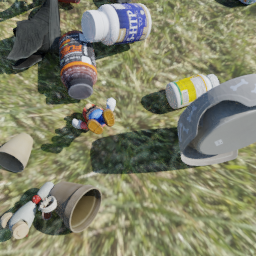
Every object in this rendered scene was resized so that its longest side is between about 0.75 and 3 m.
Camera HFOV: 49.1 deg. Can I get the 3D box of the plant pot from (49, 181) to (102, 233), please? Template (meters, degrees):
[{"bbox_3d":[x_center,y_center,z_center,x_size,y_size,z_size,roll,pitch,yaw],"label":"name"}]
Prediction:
[{"bbox_3d":[-1.214,1.595,6.077,0.881,1.015,1.015,20,62,28],"label":"plant pot"}]

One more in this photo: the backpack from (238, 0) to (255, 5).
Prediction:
[{"bbox_3d":[4.285,-4.922,9.688,1.191,0.964,1.251,-39,70,-8],"label":"backpack"}]

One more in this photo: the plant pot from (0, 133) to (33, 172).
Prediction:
[{"bbox_3d":[-2.667,0.531,6.804,0.750,0.750,0.801,14,46,8],"label":"plant pot"}]

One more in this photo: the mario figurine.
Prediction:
[{"bbox_3d":[-0.842,-0.337,6.812,0.977,1.583,0.839,0,98,-16],"label":"mario figurine"}]

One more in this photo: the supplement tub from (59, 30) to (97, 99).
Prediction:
[{"bbox_3d":[-1.391,-1.744,7.835,1.009,1.009,1.888,-9,61,-5],"label":"supplement tub"}]

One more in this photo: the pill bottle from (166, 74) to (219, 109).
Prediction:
[{"bbox_3d":[1.757,-1.030,7.591,1.315,0.741,0.741,-17,62,-10],"label":"pill bottle"}]

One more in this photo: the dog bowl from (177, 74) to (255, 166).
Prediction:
[{"bbox_3d":[2.272,-0.109,5.990,2.653,2.653,0.778,-12,61,-7],"label":"dog bowl"}]

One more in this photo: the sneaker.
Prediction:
[{"bbox_3d":[-2.857,-3.127,8.674,1.516,0.873,2.906,-6,64,-9],"label":"sneaker"}]

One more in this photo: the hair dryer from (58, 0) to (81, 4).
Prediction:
[{"bbox_3d":[-2.800,-4.506,9.388,2.420,0.657,1.843,2,49,-12],"label":"hair dryer"}]

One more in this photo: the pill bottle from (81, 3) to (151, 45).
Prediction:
[{"bbox_3d":[-0.337,-2.932,7.952,1.800,1.077,1.077,-18,61,-32],"label":"pill bottle"}]

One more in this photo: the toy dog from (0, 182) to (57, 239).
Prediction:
[{"bbox_3d":[-2.032,1.862,6.067,1.337,0.644,0.882,-32,41,-8],"label":"toy dog"}]

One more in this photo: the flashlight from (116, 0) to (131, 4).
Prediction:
[{"bbox_3d":[-0.559,-5.503,10.046,0.860,0.863,2.541,6,48,-43],"label":"flashlight"}]
